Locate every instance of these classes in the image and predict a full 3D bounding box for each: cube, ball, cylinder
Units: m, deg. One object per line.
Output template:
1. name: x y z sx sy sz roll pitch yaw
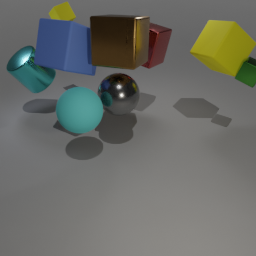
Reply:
1. cube: 3.466 -2.945 10.316 1.400 1.400 1.400 26 9 -31
2. ball: -0.311 -1.107 9.240 1.400 1.400 1.400 0 30 0
3. cube: 0.702 -3.340 11.073 1.400 1.400 1.400 25 32 20
4. cube: -2.715 -4.657 11.575 0.700 0.700 0.700 -37 17 -28
5. cylinder: -3.938 -2.379 11.472 1.400 1.400 1.400 -18 50 22
6. cube: -0.216 -2.646 8.492 1.400 1.400 1.400 9 25 17
7. cube: -1.871 -2.510 8.796 1.400 1.400 1.400 18 13 31
8. ball: -1.456 -0.537 8.465 1.400 1.400 1.400 0 30 0
9. cube: 4.274 -1.949 9.731 0.700 0.700 0.700 33 42 19
